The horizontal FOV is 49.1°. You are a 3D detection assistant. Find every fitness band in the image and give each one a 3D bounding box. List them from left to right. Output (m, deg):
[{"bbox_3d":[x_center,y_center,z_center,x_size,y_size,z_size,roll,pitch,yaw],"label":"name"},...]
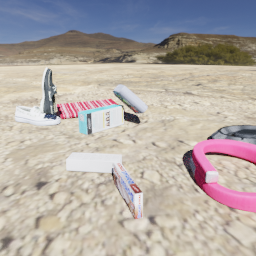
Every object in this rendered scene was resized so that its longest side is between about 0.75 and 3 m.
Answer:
[{"bbox_3d":[2.649,0.945,6.563,2.147,0.559,2.989,0,17,0],"label":"fitness band"}]

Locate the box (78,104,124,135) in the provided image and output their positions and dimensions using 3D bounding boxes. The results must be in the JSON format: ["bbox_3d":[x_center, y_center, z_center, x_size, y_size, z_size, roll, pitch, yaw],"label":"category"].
[{"bbox_3d":[-0.971,-0.361,10.598,0.475,0.795,1.933,13,21,40],"label":"box"}]

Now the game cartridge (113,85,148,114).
[{"bbox_3d":[0.032,-1.130,11.069,0.424,1.380,2.073,-46,6,-3],"label":"game cartridge"}]

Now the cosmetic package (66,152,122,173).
[{"bbox_3d":[-0.846,0.884,7.129,1.328,0.336,0.548,2,16,7],"label":"cosmetic package"}]

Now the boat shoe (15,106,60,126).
[{"bbox_3d":[-3.737,-0.537,11.366,2.074,0.692,0.763,4,17,14],"label":"boat shoe"}]

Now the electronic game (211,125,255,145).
[{"bbox_3d":[3.802,0.308,8.835,2.268,0.472,2.268,-2,13,1],"label":"electronic game"}]

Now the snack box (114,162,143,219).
[{"bbox_3d":[-0.025,1.206,5.678,0.179,0.530,1.476,-5,17,-17],"label":"snack box"}]

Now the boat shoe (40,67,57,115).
[{"bbox_3d":[-2.858,-1.326,10.304,0.537,1.780,0.673,10,29,-3],"label":"boat shoe"}]

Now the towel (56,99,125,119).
[{"bbox_3d":[-1.814,-0.905,13.313,2.958,0.333,2.139,-7,20,-18],"label":"towel"}]
